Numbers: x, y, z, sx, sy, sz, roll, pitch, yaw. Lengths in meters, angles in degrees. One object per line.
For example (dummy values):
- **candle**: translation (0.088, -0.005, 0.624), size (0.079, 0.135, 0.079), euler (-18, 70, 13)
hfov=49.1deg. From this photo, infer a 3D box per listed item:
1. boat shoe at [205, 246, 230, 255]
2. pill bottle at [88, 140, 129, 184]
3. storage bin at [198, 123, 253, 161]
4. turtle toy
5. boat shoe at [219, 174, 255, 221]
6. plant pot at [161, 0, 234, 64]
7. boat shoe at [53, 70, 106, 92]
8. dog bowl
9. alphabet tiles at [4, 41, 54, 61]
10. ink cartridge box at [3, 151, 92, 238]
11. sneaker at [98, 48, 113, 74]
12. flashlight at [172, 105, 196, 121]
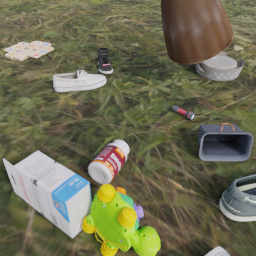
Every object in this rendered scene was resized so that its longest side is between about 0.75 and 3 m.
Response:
- **boat shoe**: translation (1.252, 2.387, 4.437), size (1.279, 0.446, 0.456), euler (-22, 37, -32)
- **pill bottle**: translation (-0.408, 0.753, 6.570), size (0.611, 0.611, 1.081), euler (16, 39, 21)
- **storage bin**: translation (2.374, 0.244, 7.150), size (1.255, 0.914, 0.843), euler (0, 25, 0)
- **turtle toy**: translation (-0.091, 1.702, 5.003), size (1.512, 1.102, 0.764), euler (41, 29, 27)
- **boat shoe**: translation (3.123, 1.285, 5.689), size (2.490, 0.769, 0.907), euler (-6, 36, -9)
- **plant pot**: translation (1.877, -3.540, 8.517), size (2.166, 2.317, 2.166), euler (-18, 41, 17)
- **boat shoe**: translation (-1.726, -1.771, 10.068), size (1.913, 0.629, 0.688), euler (-7, 36, -9)
- **dog bowl**: translation (3.578, -2.452, 11.095), size (1.861, 0.546, 1.861), euler (0, 35, 0)
- **alphabet tiles**: translation (-4.614, -3.628, 13.068), size (2.066, 0.154, 2.112), euler (15, 38, 21)
- **ink cartridge box**: translation (-1.583, 1.191, 5.566), size (1.853, 1.075, 0.629), euler (24, 42, 29)
- **sneaker**: translation (-0.960, -2.775, 11.368), size (0.536, 0.752, 1.516), euler (-7, 38, -13)
- **flashlight**: translation (1.697, -0.476, 8.595), size (0.764, 0.259, 0.260), euler (30, 54, 34)
